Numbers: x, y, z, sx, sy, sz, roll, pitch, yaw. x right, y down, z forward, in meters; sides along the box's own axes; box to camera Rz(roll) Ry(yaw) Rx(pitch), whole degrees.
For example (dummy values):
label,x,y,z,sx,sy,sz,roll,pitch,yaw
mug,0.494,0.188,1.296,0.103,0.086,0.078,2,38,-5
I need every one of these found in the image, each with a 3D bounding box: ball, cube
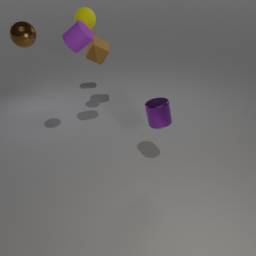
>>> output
label,x,y,z,sx,sy,sz,roll,pitch,yaw
ball,-2.909,-2.594,7.781,0.700,0.700,0.700,0,32,0
cube,-1.215,-3.084,11.132,0.700,0.700,0.700,20,39,-26
ball,-1.413,-3.591,9.215,0.700,0.700,0.700,0,32,0

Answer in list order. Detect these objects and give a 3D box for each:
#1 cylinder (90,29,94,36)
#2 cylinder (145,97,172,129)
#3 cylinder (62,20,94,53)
label,x,y,z,sx,sy,sz,roll,pitch,yaw
cylinder,-1.958,-4.092,12.230,0.700,0.700,0.700,13,21,-35
cylinder,0.893,-0.440,8.187,0.700,0.700,0.700,-11,27,6
cylinder,-1.527,-2.801,8.617,0.700,0.700,0.700,-34,25,20
